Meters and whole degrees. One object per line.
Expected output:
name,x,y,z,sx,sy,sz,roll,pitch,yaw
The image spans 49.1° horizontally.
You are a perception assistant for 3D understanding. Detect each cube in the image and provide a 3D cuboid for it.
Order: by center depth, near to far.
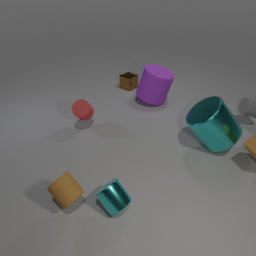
cube,4.142,0.632,8.557,0.700,0.700,0.700,-41,32,6
cube,0.044,-2.406,14.434,0.700,0.700,0.700,25,40,34

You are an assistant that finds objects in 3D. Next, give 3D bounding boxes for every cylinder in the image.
cylinder,-1.619,1.622,7.311,0.700,0.700,0.700,50,46,3
cylinder,-0.374,1.802,7.351,0.700,0.700,0.700,54,46,-1
cylinder,2.939,-0.126,9.600,1.400,1.400,1.400,-36,23,18
cylinder,-1.725,-0.685,10.767,0.700,0.700,0.700,4,-9,7
cylinder,4.879,-0.805,11.078,0.700,0.700,0.700,12,29,-15
cylinder,1.221,-1.979,12.780,1.400,1.400,1.400,14,34,-9
